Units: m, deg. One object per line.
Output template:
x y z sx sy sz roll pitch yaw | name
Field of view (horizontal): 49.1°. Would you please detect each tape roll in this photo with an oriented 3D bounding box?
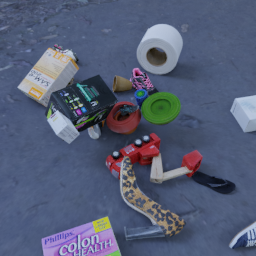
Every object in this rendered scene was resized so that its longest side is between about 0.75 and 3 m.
1.586 -3.883 13.902 2.046 2.046 1.405 13 49 12 | tape roll

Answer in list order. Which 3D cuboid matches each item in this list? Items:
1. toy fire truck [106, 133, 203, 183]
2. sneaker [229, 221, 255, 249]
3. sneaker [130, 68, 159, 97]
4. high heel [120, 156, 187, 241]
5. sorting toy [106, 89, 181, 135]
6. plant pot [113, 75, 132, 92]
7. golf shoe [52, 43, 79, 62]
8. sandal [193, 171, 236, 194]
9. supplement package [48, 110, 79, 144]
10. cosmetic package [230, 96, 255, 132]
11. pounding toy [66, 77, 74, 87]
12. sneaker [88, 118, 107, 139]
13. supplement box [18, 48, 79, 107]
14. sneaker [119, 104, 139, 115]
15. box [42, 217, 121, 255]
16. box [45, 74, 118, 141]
0.931 1.259 10.069 2.946 0.718 2.078 -26 53 -21 | toy fire truck
3.740 3.352 8.291 1.439 0.504 0.781 -22 49 -23 | sneaker
0.772 -2.045 12.952 0.807 0.975 2.044 -27 54 -25 | sneaker
0.736 2.103 8.897 1.893 0.948 2.656 -7 70 1 | high heel
0.647 -0.497 11.164 2.964 1.217 1.781 -7 54 12 | sorting toy
-0.243 -2.029 13.170 0.826 0.770 0.770 6 46 -15 | plant pot
-3.392 -3.797 14.864 1.870 0.722 0.824 27 69 29 | golf shoe
3.000 1.887 9.762 1.467 0.314 0.558 15 49 13 | sandal
-1.839 -0.028 7.970 0.419 0.589 0.757 -44 50 0 | supplement package
5.280 -0.629 11.751 1.311 0.808 1.315 -9 50 -8 | cosmetic package
-3.102 -2.400 13.529 1.022 0.585 0.586 3 47 2 | pounding toy
-1.236 -0.593 11.631 0.976 0.990 2.528 -1 46 -7 | sneaker
-3.568 -2.274 12.651 1.502 0.876 2.383 28 77 23 | supplement box
0.026 -0.728 10.539 0.865 0.343 0.326 -17 19 35 | sneaker
-1.091 3.827 7.471 1.914 1.052 2.176 -15 49 -13 | box
-1.637 -0.716 9.748 1.987 1.475 1.235 -30 78 -34 | box
